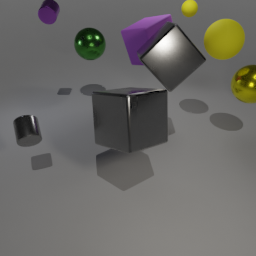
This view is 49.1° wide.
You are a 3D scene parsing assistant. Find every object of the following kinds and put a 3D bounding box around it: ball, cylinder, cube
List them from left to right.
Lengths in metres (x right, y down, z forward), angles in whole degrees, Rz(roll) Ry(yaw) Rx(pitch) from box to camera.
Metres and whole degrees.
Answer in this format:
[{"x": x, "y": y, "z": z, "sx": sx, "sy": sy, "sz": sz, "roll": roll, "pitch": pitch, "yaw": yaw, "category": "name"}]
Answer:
[{"x": -2.910, "y": 0.088, "z": 8.122, "sx": 0.700, "sy": 0.700, "sz": 0.700, "roll": -12, "pitch": 65, "yaw": -19, "category": "cylinder"}, {"x": -3.039, "y": -4.477, "z": 10.788, "sx": 0.700, "sy": 0.700, "sz": 0.700, "roll": 1, "pitch": 47, "yaw": 1, "category": "cylinder"}, {"x": -1.682, "y": -3.714, "z": 12.405, "sx": 1.400, "sy": 1.400, "sz": 1.400, "roll": 0, "pitch": 32, "yaw": 0, "category": "ball"}, {"x": 0.059, "y": -0.270, "z": 7.226, "sx": 1.400, "sy": 1.400, "sz": 1.400, "roll": -14, "pitch": 17, "yaw": -41, "category": "cube"}, {"x": 0.843, "y": -3.297, "z": 10.584, "sx": 1.400, "sy": 1.400, "sz": 1.400, "roll": -38, "pitch": 33, "yaw": -28, "category": "cube"}, {"x": 1.262, "y": -2.216, "z": 8.586, "sx": 1.400, "sy": 1.400, "sz": 1.400, "roll": -42, "pitch": 19, "yaw": 15, "category": "cube"}, {"x": 2.665, "y": -5.167, "z": 12.117, "sx": 0.700, "sy": 0.700, "sz": 0.700, "roll": 0, "pitch": 32, "yaw": 0, "category": "ball"}, {"x": 3.447, "y": -3.174, "z": 10.065, "sx": 1.400, "sy": 1.400, "sz": 1.400, "roll": 0, "pitch": 32, "yaw": 0, "category": "ball"}, {"x": 4.465, "y": -1.587, "z": 10.158, "sx": 1.400, "sy": 1.400, "sz": 1.400, "roll": 0, "pitch": 32, "yaw": 0, "category": "ball"}]
